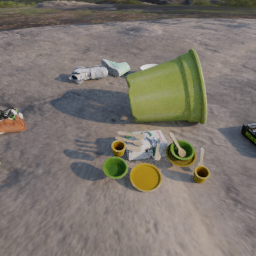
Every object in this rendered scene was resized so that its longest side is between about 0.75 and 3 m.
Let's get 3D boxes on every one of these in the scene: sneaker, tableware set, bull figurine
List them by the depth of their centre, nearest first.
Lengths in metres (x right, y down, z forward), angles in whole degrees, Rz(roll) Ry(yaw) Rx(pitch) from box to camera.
[{"bbox_3d":[0.854,0.946,8.157,2.987,0.458,2.012,12,51,4],"label":"tableware set"},{"bbox_3d":[-4.606,-0.156,10.364,1.574,0.513,0.956,-4,67,-21],"label":"bull figurine"},{"bbox_3d":[-5.194,-0.471,10.798,1.849,0.774,0.709,-24,38,-35],"label":"sneaker"},{"bbox_3d":[-2.135,-2.805,14.894,2.015,0.757,1.158,4,30,17],"label":"sneaker"},{"bbox_3d":[-0.697,-3.571,16.228,1.081,0.674,1.832,-29,50,-32],"label":"sneaker"}]

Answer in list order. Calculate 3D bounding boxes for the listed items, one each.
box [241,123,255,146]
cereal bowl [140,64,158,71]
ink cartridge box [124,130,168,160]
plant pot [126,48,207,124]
[{"bbox_3d":[5.280,0.370,9.693,1.932,0.459,1.866,-6,33,-11],"label":"box"},{"bbox_3d":[1.399,-2.993,15.307,1.486,0.619,1.486,0,31,0],"label":"cereal bowl"},{"bbox_3d":[0.575,0.547,9.275,1.290,0.544,0.943,-6,31,-10],"label":"ink cartridge box"},{"bbox_3d":[1.377,-1.340,10.785,2.648,2.881,2.881,-10,30,6],"label":"plant pot"}]
